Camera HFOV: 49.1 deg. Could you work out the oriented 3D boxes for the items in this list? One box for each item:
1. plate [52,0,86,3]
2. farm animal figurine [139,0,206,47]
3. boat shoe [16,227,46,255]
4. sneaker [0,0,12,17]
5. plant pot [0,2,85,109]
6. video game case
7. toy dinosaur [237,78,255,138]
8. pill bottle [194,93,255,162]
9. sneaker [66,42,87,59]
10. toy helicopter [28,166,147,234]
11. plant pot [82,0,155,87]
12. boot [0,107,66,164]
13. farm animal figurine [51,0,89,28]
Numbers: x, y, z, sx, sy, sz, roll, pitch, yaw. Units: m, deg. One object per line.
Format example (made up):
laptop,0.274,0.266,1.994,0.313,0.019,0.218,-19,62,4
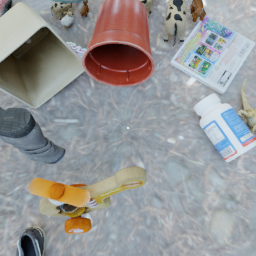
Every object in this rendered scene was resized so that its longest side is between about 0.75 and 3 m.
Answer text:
plate,-1.561,-4.259,7.663,2.747,2.747,0.351,-9,77,-3
farm animal figurine,1.285,-4.651,10.011,2.915,1.466,2.354,39,79,16
boat shoe,-2.850,4.245,7.815,1.013,0.874,2.787,-1,74,0
sneaker,-4.625,-3.998,10.329,0.976,0.706,1.998,18,77,6
plant pot,-3.162,-2.457,8.961,2.373,2.376,2.103,-37,62,7
video game case,3.083,-2.710,10.171,2.178,0.283,2.393,33,77,10
toy dinosaur,4.074,-0.393,9.423,1.189,0.685,2.352,-23,79,-23
pill bottle,3.035,-0.054,8.937,1.150,1.150,2.049,-29,76,-8
sneaker,-1.948,-2.643,10.090,1.023,0.397,0.715,23,74,7
toy helicopter,-0.801,1.283,5.648,2.548,1.685,1.005,-27,52,26
plant pot,-0.228,-2.947,9.353,2.321,2.321,2.258,4,65,1
boot,-2.511,0.155,5.989,2.220,1.462,0.775,17,63,30
farm animal figurine,-2.269,-4.744,10.494,1.517,0.800,1.534,-42,78,-11
